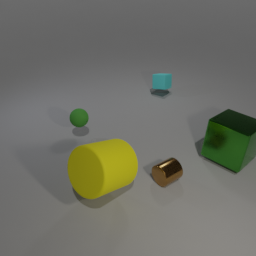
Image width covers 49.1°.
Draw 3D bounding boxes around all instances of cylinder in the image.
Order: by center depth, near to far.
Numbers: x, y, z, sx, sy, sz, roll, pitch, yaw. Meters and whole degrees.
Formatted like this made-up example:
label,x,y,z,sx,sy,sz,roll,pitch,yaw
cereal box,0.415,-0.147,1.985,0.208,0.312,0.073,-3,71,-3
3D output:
label,x,y,z,sx,sy,sz,roll,pitch,yaw
cylinder,-0.676,1.064,7.650,1.400,1.400,1.400,25,20,33
cylinder,1.207,1.349,8.628,0.700,0.700,0.700,-22,39,-30

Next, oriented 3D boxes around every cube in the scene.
label,x,y,z,sx,sy,sz,roll,pitch,yaw
cube,3.506,0.369,9.368,1.400,1.400,1.400,28,35,36
cube,1.658,-2.270,13.617,0.700,0.700,0.700,10,18,35

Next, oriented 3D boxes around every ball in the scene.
label,x,y,z,sx,sy,sz,roll,pitch,yaw
ball,-1.807,-0.375,10.353,0.700,0.700,0.700,0,33,0
